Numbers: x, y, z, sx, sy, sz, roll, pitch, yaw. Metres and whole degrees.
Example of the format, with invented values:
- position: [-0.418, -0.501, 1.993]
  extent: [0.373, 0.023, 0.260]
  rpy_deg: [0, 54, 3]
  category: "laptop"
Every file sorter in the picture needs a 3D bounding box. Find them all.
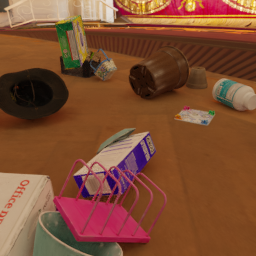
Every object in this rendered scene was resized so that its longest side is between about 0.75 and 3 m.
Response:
- position: [-0.302, 1.426, 5.614]
  extent: [1.772, 1.111, 1.231]
  rpy_deg: [21, 9, -39]
  category: "file sorter"

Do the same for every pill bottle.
- position: [4.886, -1.470, 12.673]
  extent: [1.119, 1.119, 2.020]
  rpy_deg: [-11, 28, -23]
  category: "pill bottle"

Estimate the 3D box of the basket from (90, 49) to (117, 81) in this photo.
- position: [-1.515, -3.755, 16.794]
  extent: [1.088, 1.379, 1.564]
  rpy_deg: [-26, 74, -46]
  category: "basket"

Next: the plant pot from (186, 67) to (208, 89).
- position: [3.899, -2.839, 15.669]
  extent: [1.215, 1.055, 1.215]
  rpy_deg: [1, 25, 0]
  category: "plant pot"

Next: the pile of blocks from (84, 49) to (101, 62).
- position: [-1.852, -3.222, 12.519]
  extent: [1.314, 0.539, 0.408]
  rpy_deg: [1, 11, -3]
  category: "pile of blocks"

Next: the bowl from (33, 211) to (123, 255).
- position: [-0.962, 2.175, 4.786]
  extent: [1.587, 0.830, 1.587]
  rpy_deg: [25, -5, 2]
  category: "bowl"

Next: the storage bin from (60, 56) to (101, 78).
- position: [-3.104, -4.132, 18.348]
  extent: [2.408, 1.129, 1.628]
  rpy_deg: [16, 30, 29]
  category: "storage bin"

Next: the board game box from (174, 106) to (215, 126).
- position: [2.837, -0.555, 11.811]
  extent: [1.390, 0.180, 1.390]
  rpy_deg: [12, 28, 26]
  category: "board game box"

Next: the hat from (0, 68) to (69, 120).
- position: [-3.972, -1.173, 11.682]
  extent: [2.919, 1.178, 2.919]
  rpy_deg: [9, 51, -11]
  category: "hat"

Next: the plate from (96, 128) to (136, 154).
- position: [-0.403, 0.360, 8.701]
  extent: [1.461, 0.187, 1.461]
  rpy_deg: [-34, -5, -4]
  category: "plate"

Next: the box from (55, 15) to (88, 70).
- position: [-1.822, -3.005, 9.561]
  extent: [0.591, 1.434, 2.444]
  rpy_deg: [-8, 27, 1]
  category: "box"

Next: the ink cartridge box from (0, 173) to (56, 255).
- position: [-3.098, 1.882, 5.265]
  extent: [2.917, 1.237, 2.124]
  rpy_deg: [1, 29, 6]
  category: "ink cartridge box"

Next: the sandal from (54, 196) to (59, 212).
- position: [-1.938, 1.752, 6.661]
  extent: [1.455, 0.358, 0.592]
  rpy_deg: [19, 33, 32]
  category: "sandal"

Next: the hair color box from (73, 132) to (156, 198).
- position: [-0.257, 0.934, 7.562]
  extent: [1.244, 0.738, 2.277]
  rpy_deg: [-13, 17, 32]
  category: "hair color box"

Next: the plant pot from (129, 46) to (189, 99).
- position: [1.435, -2.699, 14.176]
  extent: [2.347, 2.371, 2.371]
  rpy_deg: [-31, 38, -35]
  category: "plant pot"
